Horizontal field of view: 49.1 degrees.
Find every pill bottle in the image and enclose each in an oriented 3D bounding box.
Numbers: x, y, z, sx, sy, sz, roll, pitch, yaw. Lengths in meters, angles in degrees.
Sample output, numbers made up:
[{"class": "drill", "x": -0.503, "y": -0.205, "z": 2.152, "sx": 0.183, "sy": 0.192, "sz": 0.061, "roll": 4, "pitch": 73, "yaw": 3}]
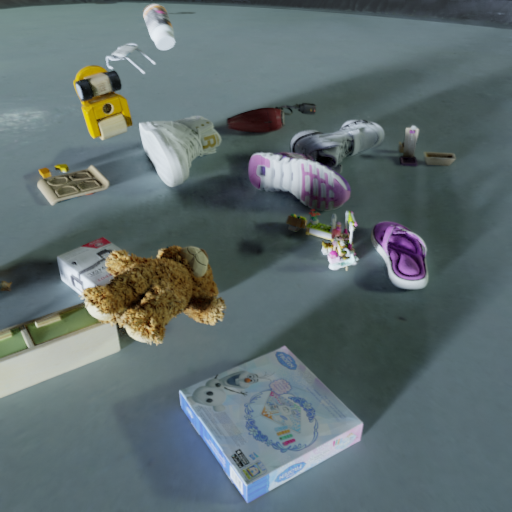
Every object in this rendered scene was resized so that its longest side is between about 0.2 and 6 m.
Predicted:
[{"class": "pill bottle", "x": -1.876, "y": -4.450, "z": 10.917, "sx": 0.466, "sy": 0.466, "sz": 0.801, "roll": -14, "pitch": 71, "yaw": -21}]

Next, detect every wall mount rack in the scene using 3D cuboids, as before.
[{"class": "wall mount rack", "x": -2.777, "y": -4.363, "z": 12.416, "sx": 0.890, "sy": 0.382, "sz": 1.024, "roll": 9, "pitch": 41, "yaw": 12}]

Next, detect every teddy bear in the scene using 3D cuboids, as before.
[{"class": "teddy bear", "x": -1.460, "y": 0.471, "z": 8.733, "sx": 1.973, "sy": 0.909, "sz": 2.722, "roll": 29, "pitch": 26, "yaw": 32}]

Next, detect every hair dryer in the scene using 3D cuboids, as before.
[{"class": "hair dryer", "x": 0.341, "y": -4.187, "z": 17.207, "sx": 2.657, "sy": 0.722, "sz": 2.023, "roll": -14, "pitch": 15, "yaw": -26}]

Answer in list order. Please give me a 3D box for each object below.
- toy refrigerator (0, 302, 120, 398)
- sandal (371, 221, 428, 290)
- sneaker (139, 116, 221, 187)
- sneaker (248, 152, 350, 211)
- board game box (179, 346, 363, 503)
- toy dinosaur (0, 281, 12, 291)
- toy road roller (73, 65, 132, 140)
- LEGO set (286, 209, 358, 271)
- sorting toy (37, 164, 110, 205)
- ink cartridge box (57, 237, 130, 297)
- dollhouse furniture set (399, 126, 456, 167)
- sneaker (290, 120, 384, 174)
[{"class": "toy refrigerator", "x": -3.086, "y": 1.310, "z": 8.245, "sx": 1.938, "sy": 0.678, "sz": 0.736, "roll": -19, "pitch": 37, "yaw": -27}, {"class": "sandal", "x": 2.828, "y": -0.188, "z": 10.714, "sx": 0.947, "sy": 0.572, "sz": 2.326, "roll": -2, "pitch": 32, "yaw": -2}, {"class": "sneaker", "x": -1.747, "y": -2.867, "z": 14.342, "sx": 1.952, "sy": 1.244, "sz": 3.378, "roll": -14, "pitch": 33, "yaw": -15}, {"class": "sneaker", "x": 1.132, "y": -1.876, "z": 13.042, "sx": 2.654, "sy": 1.067, "sz": 1.173, "roll": 24, "pitch": 32, "yaw": 34}, {"class": "board game box", "x": 0.158, "y": 2.077, "z": 7.308, "sx": 1.727, "sy": 0.376, "sz": 1.736, "roll": -18, "pitch": 37, "yaw": -27}, {"class": "toy dinosaur", "x": -5.109, "y": 0.254, "z": 10.215, "sx": 1.034, "sy": 0.588, "sz": 1.947, "roll": 2, "pitch": 27, "yaw": -47}, {"class": "toy road roller", "x": -2.709, "y": -2.689, "z": 9.689, "sx": 0.723, "sy": 1.177, "sz": 0.859, "roll": -26, "pitch": 39, "yaw": -22}, {"class": "LEGO set", "x": 1.435, "y": -0.570, "z": 11.119, "sx": 0.971, "sy": 0.786, "sz": 2.111, "roll": -13, "pitch": 35, "yaw": -20}, {"class": "sorting toy", "x": -4.534, "y": -1.804, "z": 13.627, "sx": 1.427, "sy": 0.256, "sz": 1.916, "roll": -23, "pitch": 39, "yaw": -25}, {"class": "ink cartridge box", "x": -2.712, "y": 0.306, "z": 9.933, "sx": 1.363, "sy": 0.568, "sz": 0.990, "roll": 28, "pitch": 41, "yaw": 36}, {"class": "dollhouse furniture set", "x": 4.551, "y": -3.021, "z": 14.802, "sx": 1.406, "sy": 0.998, "sz": 1.114, "roll": 5, "pitch": 33, "yaw": 7}, {"class": "sneaker", "x": 2.254, "y": -2.767, "z": 14.499, "sx": 2.541, "sy": 0.955, "sz": 1.460, "roll": -10, "pitch": 34, "yaw": -6}]
